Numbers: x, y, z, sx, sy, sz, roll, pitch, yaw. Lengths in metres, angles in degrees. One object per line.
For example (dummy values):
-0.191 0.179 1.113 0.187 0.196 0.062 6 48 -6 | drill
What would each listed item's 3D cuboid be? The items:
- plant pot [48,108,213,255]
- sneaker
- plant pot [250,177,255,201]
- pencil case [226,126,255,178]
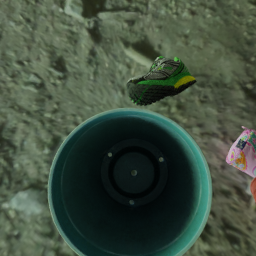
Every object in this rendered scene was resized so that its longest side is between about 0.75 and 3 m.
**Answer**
0.075 1.124 6.073 2.818 2.648 2.818 0 87 3 | plant pot
0.775 -1.297 7.445 2.475 0.966 1.055 -22 78 -47 | sneaker
3.339 1.712 6.224 1.095 1.095 1.065 19 38 6 | plant pot
3.881 0.992 7.067 2.652 1.159 1.159 29 75 9 | pencil case
